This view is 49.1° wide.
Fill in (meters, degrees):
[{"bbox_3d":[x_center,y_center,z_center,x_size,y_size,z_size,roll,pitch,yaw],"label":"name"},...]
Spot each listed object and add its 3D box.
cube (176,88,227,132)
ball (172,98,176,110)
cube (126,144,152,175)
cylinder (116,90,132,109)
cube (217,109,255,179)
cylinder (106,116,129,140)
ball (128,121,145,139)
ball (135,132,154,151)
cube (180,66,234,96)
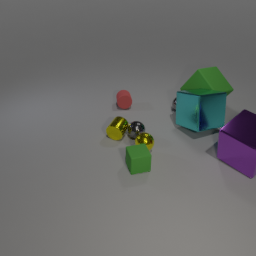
[{"bbox_3d":[2.893,-0.765,11.215,1.400,1.400,1.400,-10,18,-27],"label":"cube"},{"bbox_3d":[2.383,-1.107,12.900,0.700,0.700,0.700,0,32,0],"label":"ball"},{"bbox_3d":[0.343,1.042,9.425,0.700,0.700,0.700,-8,34,-13],"label":"cube"},{"bbox_3d":[-0.184,-1.354,13.189,0.700,0.700,0.700,-3,29,-5],"label":"cylinder"},{"bbox_3d":[3.988,0.501,9.314,1.400,1.400,1.400,-35,47,-23],"label":"cube"},{"bbox_3d":[-0.409,0.009,11.035,0.700,0.700,0.700,12,40,19],"label":"cylinder"},{"bbox_3d":[0.336,0.072,11.003,0.700,0.700,0.700,0,32,0],"label":"ball"},{"bbox_3d":[0.597,0.504,10.036,0.700,0.700,0.700,0,32,0],"label":"ball"},{"bbox_3d":[3.527,-1.744,12.619,1.400,1.400,1.400,-16,68,-38],"label":"cube"}]
